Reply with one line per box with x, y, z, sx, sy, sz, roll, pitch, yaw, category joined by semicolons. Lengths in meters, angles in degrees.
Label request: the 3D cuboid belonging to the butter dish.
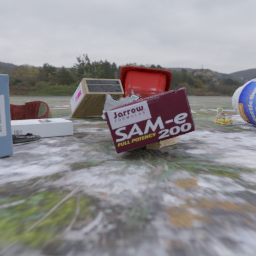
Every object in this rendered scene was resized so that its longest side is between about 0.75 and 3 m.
0.778;-1.598;13.822;2.529;1.874;2.536;6;-32;2;butter dish

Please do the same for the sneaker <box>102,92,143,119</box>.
0.326;-0.785;10.174;2.565;1.052;0.959;0;8;2;sneaker

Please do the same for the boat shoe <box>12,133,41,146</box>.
-2.192;0.199;6.048;0.284;0.242;0.849;4;9;25;boat shoe

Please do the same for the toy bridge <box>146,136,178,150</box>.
0.823;0.212;6.065;0.520;0.211;1.548;3;8;18;toy bridge

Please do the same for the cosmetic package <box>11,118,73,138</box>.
-2.258;-0.003;7.073;1.468;0.379;1.107;-5;6;-29;cosmetic package

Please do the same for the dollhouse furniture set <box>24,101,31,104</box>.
-4.508;-0.715;11.082;1.284;0.669;1.298;0;8;2;dollhouse furniture set

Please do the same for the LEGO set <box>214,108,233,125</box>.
3.283;-0.424;9.642;0.605;0.490;1.316;3;8;19;LEGO set

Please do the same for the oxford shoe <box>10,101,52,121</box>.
-3.537;-0.317;8.770;2.298;0.810;0.860;-1;-18;-2;oxford shoe

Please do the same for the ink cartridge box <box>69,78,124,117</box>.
-1.309;-1.181;11.253;1.603;0.731;1.945;-3;-22;-31;ink cartridge box

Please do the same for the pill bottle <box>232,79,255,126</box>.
4.167;-0.744;8.283;1.512;1.512;2.698;-1;7;-4;pill bottle

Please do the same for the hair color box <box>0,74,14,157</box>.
-3.350;-0.273;5.210;2.820;1.396;0.855;5;9;34;hair color box

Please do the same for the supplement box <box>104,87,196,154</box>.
0.393;-0.232;5.650;1.369;0.766;2.516;-17;4;4;supplement box
